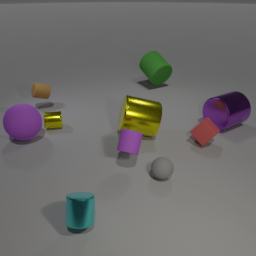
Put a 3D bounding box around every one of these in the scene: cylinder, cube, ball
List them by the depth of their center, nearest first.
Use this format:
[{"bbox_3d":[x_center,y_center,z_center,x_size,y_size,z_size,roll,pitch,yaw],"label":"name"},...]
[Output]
[{"bbox_3d":[-1.160,1.983,6.824,0.700,0.700,0.700,1,2,0],"label":"cylinder"},{"bbox_3d":[1.064,1.241,8.661,0.700,0.700,0.700,0,28,0],"label":"ball"},{"bbox_3d":[0.060,0.444,8.920,0.700,0.700,0.700,13,-5,1],"label":"cylinder"},{"bbox_3d":[2.875,0.125,10.435,0.700,0.700,0.700,51,30,11],"label":"cube"},{"bbox_3d":[-3.985,-0.231,10.626,1.400,1.400,1.400,0,28,0],"label":"ball"},{"bbox_3d":[0.449,-0.456,10.873,1.400,1.400,1.400,11,26,-10],"label":"cylinder"},{"bbox_3d":[4.097,-0.718,11.681,1.400,1.400,1.400,-17,32,-29],"label":"cylinder"},{"bbox_3d":[-3.118,-0.335,11.720,0.700,0.700,0.700,-5,28,-10],"label":"cylinder"},{"bbox_3d":[-4.099,-1.746,13.186,0.700,0.700,0.700,4,21,-36],"label":"cylinder"},{"bbox_3d":[1.573,-3.405,15.907,1.400,1.400,1.400,-16,55,-27],"label":"cylinder"}]
